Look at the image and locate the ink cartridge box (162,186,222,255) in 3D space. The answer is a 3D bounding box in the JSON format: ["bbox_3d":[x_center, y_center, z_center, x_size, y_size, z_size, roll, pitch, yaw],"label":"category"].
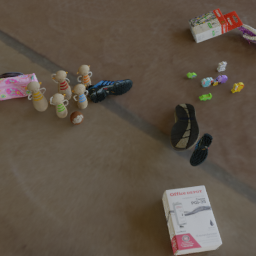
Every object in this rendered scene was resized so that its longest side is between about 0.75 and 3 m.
[{"bbox_3d":[1.705,2.522,7.760,1.205,0.681,1.645,-6,55,-5],"label":"ink cartridge box"}]

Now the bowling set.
[{"bbox_3d":[-2.040,-1.139,9.930,2.552,1.370,1.776,-32,60,-20],"label":"bowling set"}]

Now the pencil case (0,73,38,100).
[{"bbox_3d":[-4.344,-1.526,10.533,1.891,0.827,0.827,-11,55,-11],"label":"pencil case"}]

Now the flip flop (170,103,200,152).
[{"bbox_3d":[1.922,0.002,9.634,0.942,0.669,2.322,4,40,7],"label":"flip flop"}]

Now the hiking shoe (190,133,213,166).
[{"bbox_3d":[2.147,0.700,8.280,0.418,0.487,1.124,34,68,7],"label":"hiking shoe"}]

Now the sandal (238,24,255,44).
[{"bbox_3d":[5.599,-3.949,12.401,2.181,0.888,0.536,46,107,26],"label":"sandal"}]

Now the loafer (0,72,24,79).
[{"bbox_3d":[-4.880,-1.799,10.974,1.660,0.597,0.523,-7,74,3],"label":"loafer"}]

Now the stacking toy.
[{"bbox_3d":[3.401,-1.870,11.033,1.832,0.430,1.381,-15,56,-9],"label":"stacking toy"}]

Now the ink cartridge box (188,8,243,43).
[{"bbox_3d":[3.932,-4.740,12.615,2.129,0.536,1.160,-18,55,11],"label":"ink cartridge box"}]

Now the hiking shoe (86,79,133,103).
[{"bbox_3d":[-0.694,-1.613,10.703,1.762,0.656,0.764,-19,58,-13],"label":"hiking shoe"}]
